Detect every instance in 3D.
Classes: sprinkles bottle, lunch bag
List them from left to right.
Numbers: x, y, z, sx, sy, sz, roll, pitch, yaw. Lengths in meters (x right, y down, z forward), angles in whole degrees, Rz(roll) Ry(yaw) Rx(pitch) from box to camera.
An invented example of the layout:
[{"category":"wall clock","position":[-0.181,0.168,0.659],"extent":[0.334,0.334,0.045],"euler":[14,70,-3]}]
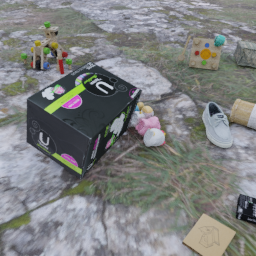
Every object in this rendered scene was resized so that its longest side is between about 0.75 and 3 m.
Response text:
[{"category":"lunch bag","position":[6.605,-3.821,14.575],"extent":[1.805,1.061,1.480],"euler":[11,35,4]},{"category":"sprinkles bottle","position":[4.951,-0.243,9.675],"extent":[2.639,0.901,0.901],"euler":[20,40,27]}]

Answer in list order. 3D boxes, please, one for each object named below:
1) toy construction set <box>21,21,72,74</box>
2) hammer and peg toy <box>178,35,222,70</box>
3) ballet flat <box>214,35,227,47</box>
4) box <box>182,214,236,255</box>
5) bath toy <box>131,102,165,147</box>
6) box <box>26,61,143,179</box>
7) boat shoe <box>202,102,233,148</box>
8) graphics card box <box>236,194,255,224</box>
[{"category":"toy construction set","position":[-3.933,-4.095,14.080],"extent":[2.221,2.046,2.663],"euler":[-27,44,-32]},{"category":"hammer and peg toy","position":[3.613,-3.822,14.166],"extent":[2.081,1.531,0.734],"euler":[11,18,14]},{"category":"ballet flat","position":[2.688,-2.495,8.133],"extent":[0.340,0.325,0.966],"euler":[27,19,10]},{"category":"box","position":[1.868,2.536,6.467],"extent":[0.839,0.109,1.027],"euler":[27,44,32]},{"category":"bath toy","position":[0.709,-0.100,9.650],"extent":[0.780,0.918,2.112],"euler":[25,21,-34]},{"category":"box","position":[-1.311,-0.380,8.648],"extent":[2.174,1.819,2.927],"euler":[31,43,12]},{"category":"boat shoe","position":[3.076,-0.193,9.717],"extent":[0.742,0.757,2.127],"euler":[-1,36,-2]},{"category":"graphics card box","position":[3.262,2.088,6.952],"extent":[1.056,0.269,0.663],"euler":[14,39,17]}]
